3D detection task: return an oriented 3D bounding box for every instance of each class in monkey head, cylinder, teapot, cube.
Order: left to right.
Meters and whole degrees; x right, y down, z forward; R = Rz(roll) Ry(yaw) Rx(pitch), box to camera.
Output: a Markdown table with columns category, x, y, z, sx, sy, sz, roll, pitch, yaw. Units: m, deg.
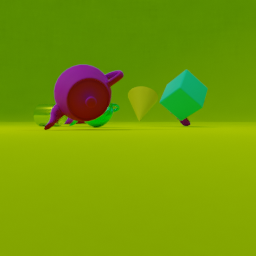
| category | x | y | z | sx | sy | sz | roll | pitch | yaw |
| --- | --- | --- | --- | --- | --- | --- | --- | --- | --- |
| cylinder | -2.810 | -0.459 | 10.039 | 0.803 | 0.803 | 0.803 | 0 | 1 | 16 |
| teapot | -0.951 | -0.638 | 5.909 | 2.000 | 1.244 | 0.979 | -35 | 31 | -6 |
| teapot | -0.991 | -0.428 | 8.353 | 1.612 | 1.002 | 0.789 | -17 | -28 | -16 |
| cube | 1.800 | -1.046 | 9.030 | 0.990 | 0.990 | 0.990 | 38 | -40 | -14 |
| monkey head | 2.158 | -0.765 | 10.623 | 1.012 | 1.209 | 1.680 | -45 | 26 | -18 |

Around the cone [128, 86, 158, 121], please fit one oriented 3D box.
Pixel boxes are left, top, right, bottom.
| category | x | y | z | sx | sy | sz | roll | pitch | yaw |
| --- | --- | --- | --- | --- | --- | --- | --- | --- | --- |
| cone | 0.540 | -0.798 | 11.465 | 1.273 | 1.278 | 1.273 | 7 | -33 | 5 |

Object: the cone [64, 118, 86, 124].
| category | x | y | z | sx | sy | sz | roll | pitch | yaw |
| --- | --- | --- | --- | --- | --- | --- | --- | --- | --- |
| cone | -1.815 | -0.423 | 10.219 | 1.204 | 1.199 | 1.199 | -32 | 17 | -27 |
